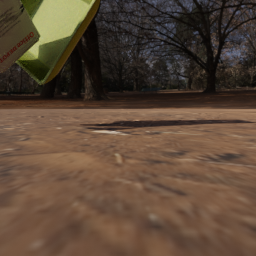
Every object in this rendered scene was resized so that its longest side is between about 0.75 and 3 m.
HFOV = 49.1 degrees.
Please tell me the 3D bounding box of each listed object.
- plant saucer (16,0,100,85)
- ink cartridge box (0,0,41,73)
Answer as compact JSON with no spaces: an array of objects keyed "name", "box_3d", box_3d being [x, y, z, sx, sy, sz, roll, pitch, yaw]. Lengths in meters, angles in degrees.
[{"name":"plant saucer","box_3d":[-2.266,-3.012,8.052,2.891,2.895,0.693,40,11,28]},{"name":"ink cartridge box","box_3d":[-3.423,-2.722,6.809,0.927,2.232,1.636,18,59,32]}]
